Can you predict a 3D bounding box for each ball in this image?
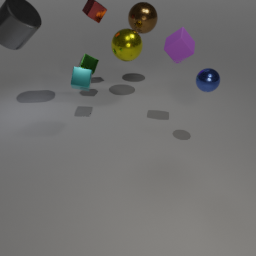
[{"bbox_3d":[2.343,-1.401,8.220,0.700,0.700,0.700,0,29,0],"label":"ball"},{"bbox_3d":[-0.048,-3.651,12.361,1.400,1.400,1.400,0,29,0],"label":"ball"},{"bbox_3d":[0.699,-5.180,13.205,1.400,1.400,1.400,0,29,0],"label":"ball"}]

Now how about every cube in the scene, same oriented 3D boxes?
[{"bbox_3d":[-1.856,-2.890,12.926,0.700,0.700,0.700,22,-11,-19],"label":"cube"},{"bbox_3d":[-1.790,-1.878,10.801,0.700,0.700,0.700,9,-5,-7],"label":"cube"},{"bbox_3d":[-1.481,-5.220,12.403,0.700,0.700,0.700,19,26,-42],"label":"cube"},{"bbox_3d":[1.671,-2.663,9.055,0.700,0.700,0.700,-26,35,37],"label":"cube"}]

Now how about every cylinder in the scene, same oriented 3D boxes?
[{"bbox_3d":[-4.221,-3.906,10.510,1.400,1.400,1.400,-31,13,33],"label":"cylinder"}]
